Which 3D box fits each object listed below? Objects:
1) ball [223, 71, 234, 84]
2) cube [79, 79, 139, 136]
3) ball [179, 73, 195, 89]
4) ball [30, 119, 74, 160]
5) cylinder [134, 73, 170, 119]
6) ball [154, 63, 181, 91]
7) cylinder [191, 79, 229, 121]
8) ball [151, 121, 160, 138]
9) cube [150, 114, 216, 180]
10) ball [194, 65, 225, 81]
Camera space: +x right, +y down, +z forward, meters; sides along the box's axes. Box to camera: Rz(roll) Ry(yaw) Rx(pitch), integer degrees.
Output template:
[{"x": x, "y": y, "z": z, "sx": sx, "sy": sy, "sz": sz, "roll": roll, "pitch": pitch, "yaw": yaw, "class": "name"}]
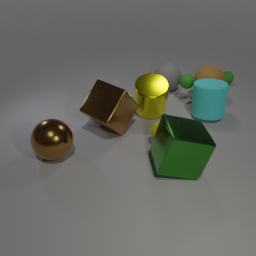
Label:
[{"x": 5.198, "y": -2.641, "z": 14.738, "sx": 0.700, "sy": 0.700, "sz": 0.700, "roll": 0, "pitch": 32, "yaw": 0, "class": "ball"}, {"x": -0.680, "y": -0.762, "z": 10.633, "sx": 1.400, "sy": 1.400, "sz": 1.400, "roll": 25, "pitch": 82, "yaw": 29, "class": "cube"}, {"x": 2.721, "y": -2.161, "z": 12.933, "sx": 0.700, "sy": 0.700, "sz": 0.700, "roll": 0, "pitch": 32, "yaw": 0, "class": "ball"}, {"x": -2.542, "y": 0.387, "z": 9.406, "sx": 1.400, "sy": 1.400, "sz": 1.400, "roll": 0, "pitch": 32, "yaw": 0, "class": "ball"}, {"x": 0.972, "y": -1.323, "z": 11.723, "sx": 1.400, "sy": 1.400, "sz": 1.400, "roll": 0, "pitch": 54, "yaw": 1, "class": "cylinder"}, {"x": 1.972, "y": -2.560, "z": 14.062, "sx": 1.400, "sy": 1.400, "sz": 1.400, "roll": 0, "pitch": 32, "yaw": 0, "class": "ball"}, {"x": 3.419, "y": -1.211, "z": 11.784, "sx": 1.400, "sy": 1.400, "sz": 1.400, "roll": -1, "pitch": 26, "yaw": 0, "class": "cylinder"}, {"x": 1.158, "y": 0.097, "z": 9.933, "sx": 0.700, "sy": 0.700, "sz": 0.700, "roll": 0, "pitch": 32, "yaw": 0, "class": "ball"}, {"x": 1.651, "y": 0.588, "z": 8.799, "sx": 1.400, "sy": 1.400, "sz": 1.400, "roll": 10, "pitch": 31, "yaw": -13, "class": "cube"}, {"x": 3.763, "y": -2.180, "z": 12.945, "sx": 1.400, "sy": 1.400, "sz": 1.400, "roll": 0, "pitch": 32, "yaw": 0, "class": "ball"}]
